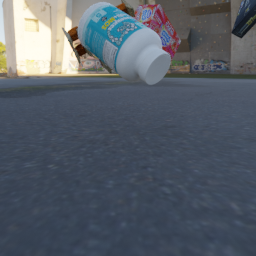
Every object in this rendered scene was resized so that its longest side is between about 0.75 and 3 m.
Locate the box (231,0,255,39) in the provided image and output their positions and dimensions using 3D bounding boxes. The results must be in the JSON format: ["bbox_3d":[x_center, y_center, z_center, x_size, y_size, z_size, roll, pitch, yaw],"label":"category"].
[{"bbox_3d":[4.053,-3.958,9.004,0.441,1.729,1.363,26,-26,-4],"label":"box"}]

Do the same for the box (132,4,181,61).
[{"bbox_3d":[1.121,-3.784,11.379,1.076,1.124,2.255,19,-12,38],"label":"box"}]

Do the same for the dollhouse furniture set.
[{"bbox_3d":[-0.711,-2.521,7.893,1.864,1.843,0.960,-28,55,-4],"label":"dollhouse furniture set"}]

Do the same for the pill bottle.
[{"bbox_3d":[-0.060,-1.604,5.456,1.872,1.037,1.037,42,34,27],"label":"pill bottle"}]
